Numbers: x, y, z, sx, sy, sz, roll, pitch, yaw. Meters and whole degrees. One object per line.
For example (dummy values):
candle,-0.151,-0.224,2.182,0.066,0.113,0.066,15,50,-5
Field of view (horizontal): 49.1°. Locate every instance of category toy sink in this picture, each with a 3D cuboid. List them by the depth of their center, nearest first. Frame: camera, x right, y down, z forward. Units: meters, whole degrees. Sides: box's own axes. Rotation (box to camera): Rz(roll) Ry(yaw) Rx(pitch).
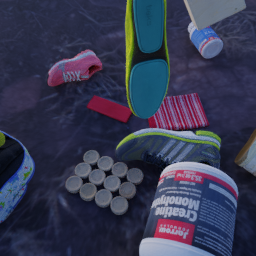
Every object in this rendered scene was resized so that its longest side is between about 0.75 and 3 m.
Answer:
toy sink,2.353,-3.647,8.022,1.314,1.130,2.016,-23,22,16

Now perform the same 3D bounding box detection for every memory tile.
memory tile,-0.622,1.416,7.503,1.805,0.152,1.384,21,57,14

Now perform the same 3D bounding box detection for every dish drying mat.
dish drying mat,-0.579,-0.606,8.969,1.436,0.131,0.552,22,58,14

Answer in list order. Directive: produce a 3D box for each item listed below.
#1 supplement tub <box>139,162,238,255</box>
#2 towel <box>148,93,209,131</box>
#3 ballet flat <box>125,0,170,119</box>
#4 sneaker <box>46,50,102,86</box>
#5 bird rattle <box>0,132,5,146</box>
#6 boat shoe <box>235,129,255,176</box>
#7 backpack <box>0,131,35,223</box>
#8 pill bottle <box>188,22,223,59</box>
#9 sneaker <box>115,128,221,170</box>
supplement tub,1.283,2.183,5.937,1.783,1.783,2.541,15,56,11
towel,1.487,-0.514,8.850,1.869,0.210,1.352,-6,55,-4
ballet flat,0.344,-1.545,5.697,0.920,2.753,0.923,-9,35,-9
sneaker,-1.787,-1.946,9.529,2.087,0.769,0.905,-34,62,-22
bird rattle,-3.530,-0.401,5.443,1.521,2.201,2.699,-33,81,-2
boat shoe,3.977,0.326,7.883,0.812,0.902,2.500,40,64,12
backpack,-3.339,1.170,6.828,1.834,1.473,2.004,29,67,19
pill bottle,2.840,-3.391,10.516,0.838,0.838,1.492,-16,57,-11
sneaker,1.112,0.734,7.467,2.932,1.083,1.187,-2,58,1
